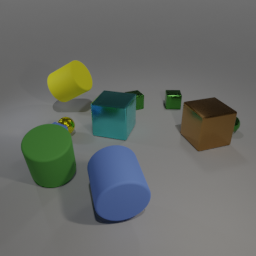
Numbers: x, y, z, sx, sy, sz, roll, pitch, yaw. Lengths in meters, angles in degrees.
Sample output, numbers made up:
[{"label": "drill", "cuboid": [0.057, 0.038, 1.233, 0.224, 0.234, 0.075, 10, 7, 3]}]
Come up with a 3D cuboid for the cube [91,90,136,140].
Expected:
[{"label": "cube", "cuboid": [-0.532, -0.532, 11.082, 1.400, 1.400, 1.400, 8, 31, 14]}]

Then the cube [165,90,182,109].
[{"label": "cube", "cuboid": [2.120, -1.341, 13.195, 0.700, 0.700, 0.700, 1, 30, 2]}]

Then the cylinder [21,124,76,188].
[{"label": "cylinder", "cuboid": [-2.316, 0.833, 8.366, 1.400, 1.400, 1.400, 1, 47, -2]}]

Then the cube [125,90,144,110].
[{"label": "cube", "cuboid": [0.290, -1.289, 13.108, 0.700, 0.700, 0.700, -12, 32, -21]}]

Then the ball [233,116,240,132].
[{"label": "ball", "cuboid": [4.104, -0.176, 11.167, 0.700, 0.700, 0.700, 0, 30, 0]}]

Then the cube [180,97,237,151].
[{"label": "cube", "cuboid": [2.951, -0.178, 10.468, 1.400, 1.400, 1.400, -10, 31, -16]}]

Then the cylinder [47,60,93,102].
[{"label": "cylinder", "cuboid": [-2.504, -2.008, 12.157, 1.400, 1.400, 1.400, -21, 20, 27]}]

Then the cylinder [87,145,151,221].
[{"label": "cylinder", "cuboid": [-0.273, 1.404, 7.268, 1.400, 1.400, 1.400, -7, 37, -12]}]

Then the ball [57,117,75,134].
[{"label": "ball", "cuboid": [-2.409, -0.086, 10.861, 0.700, 0.700, 0.700, 0, 30, 0]}]

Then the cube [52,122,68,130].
[{"label": "cube", "cuboid": [-2.492, 0.309, 9.688, 0.700, 0.700, 0.700, -28, 69, 15]}]
